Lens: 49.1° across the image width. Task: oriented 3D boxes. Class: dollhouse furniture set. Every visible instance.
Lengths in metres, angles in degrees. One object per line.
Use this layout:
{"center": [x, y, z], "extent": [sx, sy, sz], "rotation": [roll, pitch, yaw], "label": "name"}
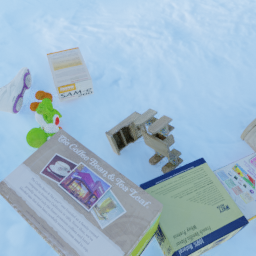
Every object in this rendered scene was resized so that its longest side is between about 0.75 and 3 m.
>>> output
{"center": [0.419, 0.408, 7.922], "extent": [1.209, 1.595, 1.820], "rotation": [-37, 39, -20], "label": "dollhouse furniture set"}

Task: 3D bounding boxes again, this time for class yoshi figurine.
{"center": [-2.748, -0.161, 8.725], "extent": [1.148, 1.152, 2.050], "rotation": [-24, 59, 4], "label": "yoshi figurine"}

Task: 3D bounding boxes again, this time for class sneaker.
{"center": [-4.021, -1.414, 9.753], "extent": [1.006, 0.756, 2.020], "rotation": [6, 55, 5], "label": "sneaker"}

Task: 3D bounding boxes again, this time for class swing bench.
{"center": [4.815, 0.327, 8.191], "extent": [1.973, 1.280, 1.963], "rotation": [-24, 59, -17], "label": "swing bench"}

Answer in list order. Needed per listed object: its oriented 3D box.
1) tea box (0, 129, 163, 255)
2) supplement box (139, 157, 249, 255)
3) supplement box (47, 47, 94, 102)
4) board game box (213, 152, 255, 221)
{"center": [-0.923, 1.948, 6.146], "extent": [2.727, 2.683, 1.822], "rotation": [33, 61, 22], "label": "tea box"}
{"center": [1.478, 2.084, 6.928], "extent": [1.873, 1.257, 1.871], "rotation": [-21, 57, -15], "label": "supplement box"}
{"center": [-2.105, -1.971, 10.118], "extent": [1.255, 0.732, 1.992], "rotation": [-15, 52, -11], "label": "supplement box"}
{"center": [3.295, 1.607, 7.654], "extent": [1.978, 0.399, 1.514], "rotation": [-18, 56, -21], "label": "board game box"}
